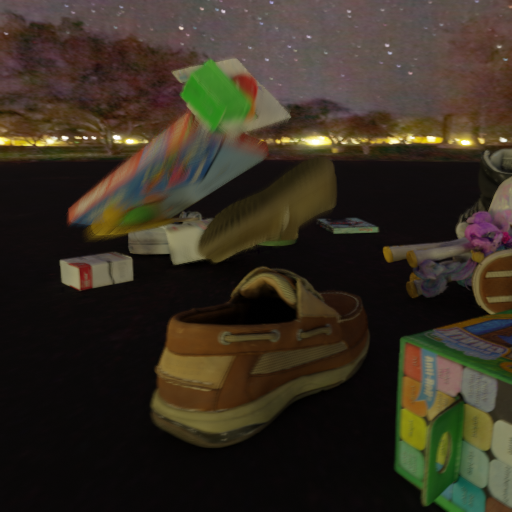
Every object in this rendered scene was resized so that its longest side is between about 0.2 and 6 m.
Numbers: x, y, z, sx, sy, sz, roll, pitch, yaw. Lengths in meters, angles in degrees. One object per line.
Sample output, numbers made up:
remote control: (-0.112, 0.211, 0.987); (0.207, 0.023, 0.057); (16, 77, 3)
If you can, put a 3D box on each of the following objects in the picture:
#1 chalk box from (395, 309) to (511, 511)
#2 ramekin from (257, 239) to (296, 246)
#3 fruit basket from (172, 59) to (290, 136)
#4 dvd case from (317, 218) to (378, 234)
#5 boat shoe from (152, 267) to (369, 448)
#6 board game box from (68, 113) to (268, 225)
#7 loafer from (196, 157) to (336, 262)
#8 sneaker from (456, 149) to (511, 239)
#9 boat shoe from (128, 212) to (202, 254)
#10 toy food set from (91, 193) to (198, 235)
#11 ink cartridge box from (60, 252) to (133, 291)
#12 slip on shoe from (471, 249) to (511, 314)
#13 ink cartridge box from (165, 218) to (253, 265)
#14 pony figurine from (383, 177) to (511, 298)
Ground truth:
chalk box: (1.481, 0.985, 3.364); (1.562, 0.975, 0.968); (-6, 14, -30)
ramekin: (0.365, -0.517, 11.502); (0.939, 0.459, 0.939); (0, 12, 0)
fruit basket: (-0.371, -2.514, 8.883); (1.440, 0.729, 1.555); (48, 39, 9)
dvd case: (2.109, -0.712, 13.135); (1.053, 0.159, 1.443); (-2, 13, -8)
boat shoe: (0.233, 0.633, 4.874); (1.038, 1.013, 2.744); (8, 14, 32)
board game box: (-1.714, -1.352, 10.413); (3.636, 0.354, 1.872); (-26, -21, 37)
loafer: (0.228, -0.553, 8.693); (2.490, 0.840, 0.947); (-31, 26, 7)
sneaker: (4.676, -1.072, 10.628); (1.265, 1.907, 3.351); (2, 12, 8)
boat shoe: (-1.319, -0.466, 10.507); (2.156, 0.739, 0.776); (-4, 7, -15)
toy food set: (-1.845, -0.705, 8.928); (0.951, 0.528, 1.617); (3, 13, 45)
ink cartridge box: (-2.365, 0.218, 8.341); (0.872, 0.361, 0.640); (-10, 16, -40)
slip on shoe: (4.023, 0.353, 6.388); (2.939, 1.117, 0.890); (-3, 0, 17)
ink cartridge box: (-0.837, -0.305, 9.644); (1.362, 0.596, 0.990); (-14, 9, -8)
pony figurine: (3.024, -0.082, 7.472); (2.152, 1.792, 2.077); (-16, 4, -2)
